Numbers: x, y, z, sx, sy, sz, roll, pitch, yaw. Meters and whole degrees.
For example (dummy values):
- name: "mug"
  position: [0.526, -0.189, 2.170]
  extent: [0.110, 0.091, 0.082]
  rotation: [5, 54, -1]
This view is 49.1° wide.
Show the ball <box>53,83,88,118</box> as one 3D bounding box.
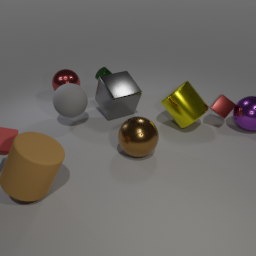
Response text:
- name: "ball"
  position: [-2.345, -1.114, 11.419]
  extent: [1.400, 1.400, 1.400]
  rotation: [0, 30, 0]

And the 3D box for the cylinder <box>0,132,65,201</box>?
- name: "cylinder"
  position: [-2.658, 1.053, 7.793]
  extent: [1.400, 1.400, 1.400]
  rotation: [25, 23, -12]

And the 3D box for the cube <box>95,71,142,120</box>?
- name: "cube"
  position: [-0.451, -1.418, 12.199]
  extent: [1.400, 1.400, 1.400]
  rotation: [-17, 60, -27]

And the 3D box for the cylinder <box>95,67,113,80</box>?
- name: "cylinder"
  position: [-1.040, -2.360, 13.020]
  extent: [0.700, 0.700, 0.700]
  rotation: [-29, 41, 29]

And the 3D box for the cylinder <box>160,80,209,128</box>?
- name: "cylinder"
  position: [2.262, -0.943, 11.260]
  extent: [1.400, 1.400, 1.400]
  rotation: [51, 40, -3]

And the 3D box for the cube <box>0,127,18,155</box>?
- name: "cube"
  position: [-3.729, 0.396, 8.208]
  extent: [0.700, 0.700, 0.700]
  rotation: [-12, -15, 34]

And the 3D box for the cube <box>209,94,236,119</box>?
- name: "cube"
  position: [3.804, -0.871, 11.312]
  extent: [0.700, 0.700, 0.700]
  rotation: [39, 10, 4]

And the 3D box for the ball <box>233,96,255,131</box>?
- name: "ball"
  position: [4.926, -0.582, 11.183]
  extent: [1.400, 1.400, 1.400]
  rotation: [0, 30, 0]

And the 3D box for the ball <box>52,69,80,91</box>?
- name: "ball"
  position: [-3.096, -2.247, 14.066]
  extent: [1.400, 1.400, 1.400]
  rotation: [0, 30, 0]

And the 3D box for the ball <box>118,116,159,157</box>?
- name: "ball"
  position: [0.353, 0.300, 9.629]
  extent: [1.400, 1.400, 1.400]
  rotation: [0, 30, 0]
